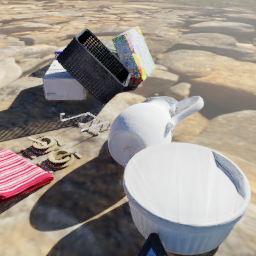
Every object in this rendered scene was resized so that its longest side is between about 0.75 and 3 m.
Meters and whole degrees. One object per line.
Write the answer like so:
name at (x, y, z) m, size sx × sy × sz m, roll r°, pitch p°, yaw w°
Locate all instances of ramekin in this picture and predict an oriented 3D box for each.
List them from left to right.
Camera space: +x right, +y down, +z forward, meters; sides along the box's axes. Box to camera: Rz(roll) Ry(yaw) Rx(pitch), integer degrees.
ramekin at (1.055, 1.339, 5.423) m, size 2.299 × 1.070 × 2.299 m, roll 0°, pitch 31°, yaw 0°

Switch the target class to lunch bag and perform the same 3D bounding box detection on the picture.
lunch bag at (-0.559, -3.359, 12.967) m, size 2.045 × 1.202 × 1.677 m, roll 11°, pitch 33°, yaw 26°

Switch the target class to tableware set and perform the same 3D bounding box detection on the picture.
tableware set at (-2.023, 0.557, 7.431) m, size 1.001 × 0.304 × 1.515 m, roll -27°, pitch 41°, yaw -37°

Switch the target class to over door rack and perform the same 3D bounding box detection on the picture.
over door rack at (-1.277, -0.122, 8.324) m, size 0.938 × 0.423 × 1.270 m, roll 24°, pitch 18°, yaw 33°

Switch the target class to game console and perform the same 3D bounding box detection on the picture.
game console at (0.566, 2.377, 4.110) m, size 0.743 × 1.072 × 1.256 m, roll -11°, pitch 20°, yaw 37°

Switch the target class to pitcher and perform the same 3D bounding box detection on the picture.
pitcher at (0.739, -0.091, 7.123) m, size 2.106 × 1.488 × 2.455 m, roll -20°, pitch 14°, yaw 34°

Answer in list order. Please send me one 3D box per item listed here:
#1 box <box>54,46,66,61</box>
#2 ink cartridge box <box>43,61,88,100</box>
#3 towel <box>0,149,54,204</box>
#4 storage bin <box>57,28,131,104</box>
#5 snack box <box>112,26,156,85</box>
box at (-2.476, -3.379, 13.354) m, size 1.422 × 0.811 × 1.546 m, roll 9°, pitch 33°, yaw 15°
ink cartridge box at (-2.303, -1.911, 10.905) m, size 1.498 × 0.865 × 2.060 m, roll -1°, pitch 32°, yaw -1°
towel at (-2.868, 1.008, 6.513) m, size 1.957 × 0.220 × 1.415 m, roll 21°, pitch 23°, yaw 30°
storage bin at (-1.139, -2.175, 9.910) m, size 2.335 × 1.095 × 1.579 m, roll 42°, pitch 28°, yaw -16°
snack box at (0.294, -3.054, 11.680) m, size 0.669 × 1.978 × 1.668 m, roll -12°, pitch 22°, yaw 31°
